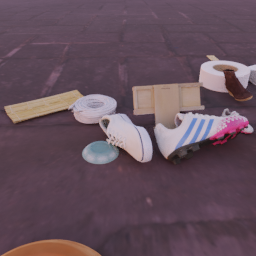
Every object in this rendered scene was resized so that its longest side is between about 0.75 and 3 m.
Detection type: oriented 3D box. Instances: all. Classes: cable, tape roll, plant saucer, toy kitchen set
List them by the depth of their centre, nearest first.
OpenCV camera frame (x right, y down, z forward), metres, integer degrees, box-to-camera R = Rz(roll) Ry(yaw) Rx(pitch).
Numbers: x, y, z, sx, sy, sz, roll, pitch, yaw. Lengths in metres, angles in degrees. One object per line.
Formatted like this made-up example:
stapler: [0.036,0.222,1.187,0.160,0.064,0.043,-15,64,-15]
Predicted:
plant saucer: [-1.273,2.563,3.809,2.552,0.478,2.552,-1,32,0]
plant saucer: [-0.719,0.572,7.323,0.971,0.187,0.971,-1,31,0]
toy kitchen set: [1.071,-0.455,8.421,1.928,1.573,1.740,-4,4,-7]
cable: [-1.062,-0.620,8.985,1.381,0.478,1.380,8,31,11]
tape roll: [3.832,-2.084,11.172,1.897,0.663,1.897,0,31,0]

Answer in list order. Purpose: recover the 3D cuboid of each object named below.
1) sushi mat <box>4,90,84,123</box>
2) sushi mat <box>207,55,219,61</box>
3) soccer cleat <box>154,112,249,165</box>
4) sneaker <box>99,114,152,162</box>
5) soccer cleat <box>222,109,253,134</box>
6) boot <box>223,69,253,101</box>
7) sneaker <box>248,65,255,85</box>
sushi mat: [-2.715,-0.777,9.526,2.670,0.162,1.277,-18,36,-27]
sushi mat: [4.269,-3.512,14.092,0.387,0.049,0.810,-2,31,-6]
soccer cleat: [1.939,-0.036,7.290,2.736,0.956,1.181,-17,66,-24]
sneaker: [-0.133,0.260,7.257,0.815,0.841,2.302,-7,21,-21]
soccer cleat: [3.241,-0.219,8.335,0.376,0.465,1.076,-20,37,-30]
boot: [3.728,-1.495,9.657,0.437,1.004,1.207,-29,24,-6]
sneaker: [5.389,-2.190,11.383,0.998,0.636,1.726,-15,33,-18]
